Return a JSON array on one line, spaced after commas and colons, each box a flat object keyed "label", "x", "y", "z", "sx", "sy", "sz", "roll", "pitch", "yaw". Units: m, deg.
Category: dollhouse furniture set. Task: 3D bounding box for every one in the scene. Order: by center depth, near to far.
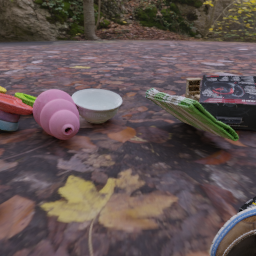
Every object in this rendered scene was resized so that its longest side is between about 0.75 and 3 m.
[{"label": "dollhouse furniture set", "x": 2.962, "y": -1.439, "z": 11.494, "sx": 1.335, "sy": 0.946, "sz": 1.453, "roll": -6, "pitch": 22, "yaw": -14}]

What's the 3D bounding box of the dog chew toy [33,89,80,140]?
[{"label": "dog chew toy", "x": -2.054, "y": -0.336, "z": 8.306, "sx": 1.314, "sy": 1.314, "sz": 2.109, "roll": -10, "pitch": 28, "yaw": -24}]

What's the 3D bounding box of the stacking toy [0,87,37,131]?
[{"label": "stacking toy", "x": -4.004, "y": -0.499, "z": 9.686, "sx": 2.645, "sy": 1.234, "sz": 2.922, "roll": 16, "pitch": 10, "yaw": -41}]

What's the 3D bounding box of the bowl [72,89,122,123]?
[{"label": "bowl", "x": -1.079, "y": -0.678, "z": 9.613, "sx": 1.717, "sy": 0.772, "sz": 1.717, "roll": 6, "pitch": 29, "yaw": -3}]

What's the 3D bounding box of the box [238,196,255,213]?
[{"label": "box", "x": 2.756, "y": 1.566, "z": 4.619, "sx": 1.148, "sy": 0.355, "sz": 1.438, "roll": -15, "pitch": 26, "yaw": -37}]

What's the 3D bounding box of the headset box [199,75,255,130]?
[{"label": "headset box", "x": 3.413, "y": -0.886, "z": 9.525, "sx": 1.908, "sy": 0.963, "sz": 2.568, "roll": 4, "pitch": 33, "yaw": 16}]

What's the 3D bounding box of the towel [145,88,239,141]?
[{"label": "towel", "x": 1.762, "y": -0.465, "z": 8.093, "sx": 1.920, "sy": 0.395, "sz": 2.574, "roll": 30, "pitch": 0, "yaw": -26}]

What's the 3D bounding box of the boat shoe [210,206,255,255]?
[{"label": "boat shoe", "x": 1.999, "y": 1.470, "z": 3.920, "sx": 1.805, "sy": 0.652, "sz": 0.653, "roll": -28, "pitch": 23, "yaw": -12}]
